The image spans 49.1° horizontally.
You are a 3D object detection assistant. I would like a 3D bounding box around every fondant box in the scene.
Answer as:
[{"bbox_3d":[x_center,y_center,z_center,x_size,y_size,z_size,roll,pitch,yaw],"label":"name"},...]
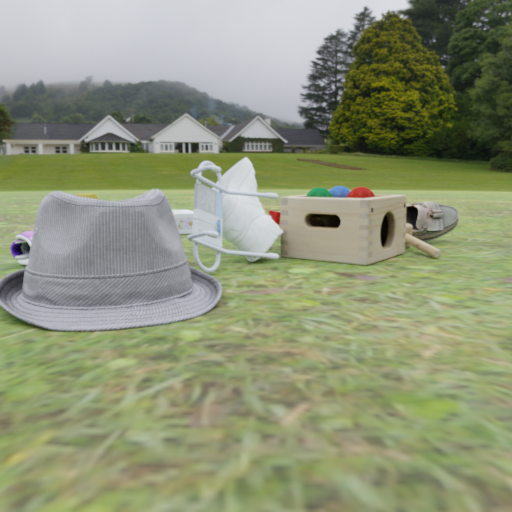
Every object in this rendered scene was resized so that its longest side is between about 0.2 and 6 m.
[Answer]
[{"bbox_3d":[-2.546,-0.865,14.480,1.943,0.566,1.402,-4,9,-20],"label":"fondant box"}]

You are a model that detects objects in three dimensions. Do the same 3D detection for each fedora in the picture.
[{"bbox_3d":[-1.808,-0.133,6.933,2.667,1.362,3.016,-3,9,-17],"label":"fedora"}]

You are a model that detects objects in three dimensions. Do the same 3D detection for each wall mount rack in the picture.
[{"bbox_3d":[-0.373,-0.615,8.870,0.691,1.852,1.609,-11,-20,37],"label":"wall mount rack"}]

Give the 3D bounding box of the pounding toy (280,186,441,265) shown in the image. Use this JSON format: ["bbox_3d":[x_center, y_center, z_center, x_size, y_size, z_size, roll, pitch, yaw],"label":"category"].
[{"bbox_3d":[2.273,-0.679,10.704,2.503,1.303,2.849,6,11,35],"label":"pounding toy"}]

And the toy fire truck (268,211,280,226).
[{"bbox_3d":[0.853,-0.699,11.840,0.958,0.331,1.358,10,3,20],"label":"toy fire truck"}]

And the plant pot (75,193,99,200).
[{"bbox_3d":[-5.952,-1.768,19.607,0.811,0.829,0.805,3,9,23],"label":"plant pot"}]

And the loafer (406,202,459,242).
[{"bbox_3d":[3.376,-0.774,12.417,2.347,0.844,0.738,-7,-23,2],"label":"loafer"}]

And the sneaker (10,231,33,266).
[{"bbox_3d":[-3.693,-0.315,10.042,1.324,0.842,2.322,-7,10,-21],"label":"sneaker"}]

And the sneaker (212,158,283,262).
[{"bbox_3d":[-0.159,-0.813,10.449,0.896,1.405,2.431,-36,22,29],"label":"sneaker"}]
